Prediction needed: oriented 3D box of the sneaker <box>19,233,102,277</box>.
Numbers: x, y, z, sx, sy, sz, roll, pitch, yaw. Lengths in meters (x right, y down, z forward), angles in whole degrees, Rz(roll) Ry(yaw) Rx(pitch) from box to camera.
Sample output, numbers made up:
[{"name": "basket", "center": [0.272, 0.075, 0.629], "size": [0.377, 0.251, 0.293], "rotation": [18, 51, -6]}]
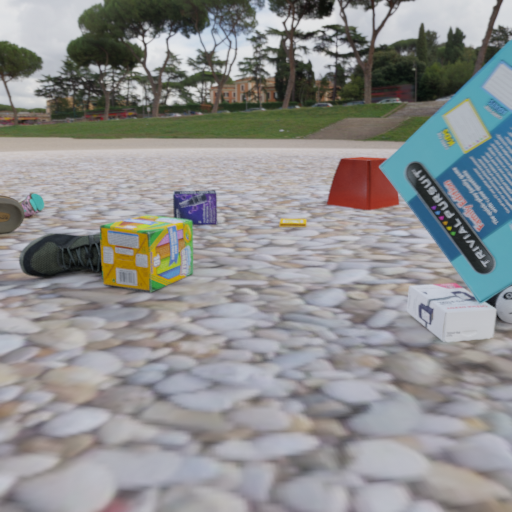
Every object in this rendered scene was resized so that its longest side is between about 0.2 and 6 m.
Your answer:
[{"name": "sneaker", "center": [-2.942, -0.029, 9.509], "size": [1.098, 0.733, 1.917], "rotation": [4, 8, 43]}]

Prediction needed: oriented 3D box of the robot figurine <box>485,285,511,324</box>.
[{"name": "robot figurine", "center": [3.319, 0.548, 7.503], "size": [0.550, 0.663, 0.882], "rotation": [24, 12, -16]}]

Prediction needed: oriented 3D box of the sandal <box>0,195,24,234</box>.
[{"name": "sandal", "center": [-6.319, -0.673, 11.924], "size": [0.828, 1.240, 3.035], "rotation": [41, 27, 29]}]

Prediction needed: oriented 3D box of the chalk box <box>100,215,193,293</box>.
[{"name": "chalk box", "center": [-1.681, -0.116, 9.327], "size": [0.998, 0.991, 1.599], "rotation": [7, 16, 24]}]

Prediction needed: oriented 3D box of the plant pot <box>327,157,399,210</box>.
[{"name": "plant pot", "center": [3.284, -2.266, 17.111], "size": [1.637, 1.442, 1.635], "rotation": [-13, 18, -41]}]

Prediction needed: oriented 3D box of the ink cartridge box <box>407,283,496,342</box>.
[{"name": "ink cartridge box", "center": [2.472, 0.702, 7.159], "size": [0.700, 0.408, 0.968], "rotation": [-3, 17, -11]}]

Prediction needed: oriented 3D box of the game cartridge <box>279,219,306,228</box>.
[{"name": "game cartridge", "center": [0.925, -0.833, 14.057], "size": [0.672, 0.124, 0.762], "rotation": [1, 15, 5]}]

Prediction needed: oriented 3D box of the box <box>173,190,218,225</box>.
[{"name": "box", "center": [-1.542, -1.216, 14.165], "size": [1.105, 0.817, 0.576], "rotation": [-3, 15, -7]}]

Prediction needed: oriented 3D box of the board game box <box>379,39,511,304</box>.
[{"name": "board game box", "center": [3.083, -1.107, 6.277], "size": [0.672, 2.162, 2.864], "rotation": [-18, -20, -43]}]

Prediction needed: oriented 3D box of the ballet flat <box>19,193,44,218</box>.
[{"name": "ballet flat", "center": [-6.333, -1.376, 15.534], "size": [0.607, 0.590, 1.706], "rotation": [-22, 18, -6]}]
